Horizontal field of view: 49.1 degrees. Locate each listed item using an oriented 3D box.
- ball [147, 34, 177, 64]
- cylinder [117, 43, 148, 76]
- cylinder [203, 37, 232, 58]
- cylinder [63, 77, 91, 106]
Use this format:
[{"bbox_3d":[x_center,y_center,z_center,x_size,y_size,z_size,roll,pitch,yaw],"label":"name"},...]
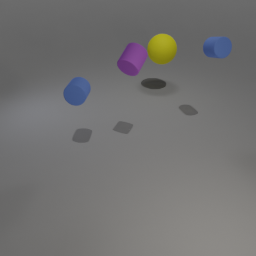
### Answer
[{"bbox_3d":[1.615,-3.738,13.304,1.400,1.400,1.400,0,32,0],"label":"ball"},{"bbox_3d":[0.133,-2.020,8.266,0.700,0.700,0.700,17,65,24],"label":"cylinder"},{"bbox_3d":[3.064,-2.770,9.627,0.700,0.700,0.700,-10,20,-16],"label":"cylinder"},{"bbox_3d":[-1.569,-1.144,8.690,0.700,0.700,0.700,3,30,4],"label":"cylinder"}]
